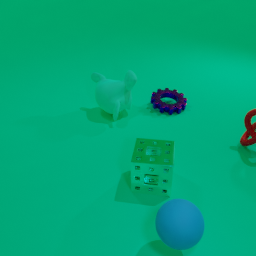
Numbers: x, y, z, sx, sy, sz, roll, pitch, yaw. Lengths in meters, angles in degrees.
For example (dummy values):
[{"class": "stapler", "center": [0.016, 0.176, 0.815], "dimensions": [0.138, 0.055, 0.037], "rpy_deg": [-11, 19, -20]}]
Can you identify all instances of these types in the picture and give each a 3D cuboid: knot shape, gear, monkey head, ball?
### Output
[{"class": "knot shape", "center": [3.391, 0.004, 7.294], "dimensions": [0.509, 1.032, 1.102], "rpy_deg": [3, 5, -21]}, {"class": "gear", "center": [1.383, -0.929, 9.537], "dimensions": [1.216, 0.225, 1.216], "rpy_deg": [3, 42, -3]}, {"class": "monkey head", "center": [-0.403, -1.186, 8.890], "dimensions": [1.174, 1.401, 1.948], "rpy_deg": [-9, 57, -35]}, {"class": "ball", "center": [0.855, 1.589, 4.652], "dimensions": [0.805, 0.805, 0.805], "rpy_deg": [0, 33, 0]}]

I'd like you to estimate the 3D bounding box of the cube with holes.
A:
[{"class": "cube with holes", "center": [0.566, 0.865, 6.302], "dimensions": [0.881, 0.881, 0.881], "rpy_deg": [4, 33, 8]}]
